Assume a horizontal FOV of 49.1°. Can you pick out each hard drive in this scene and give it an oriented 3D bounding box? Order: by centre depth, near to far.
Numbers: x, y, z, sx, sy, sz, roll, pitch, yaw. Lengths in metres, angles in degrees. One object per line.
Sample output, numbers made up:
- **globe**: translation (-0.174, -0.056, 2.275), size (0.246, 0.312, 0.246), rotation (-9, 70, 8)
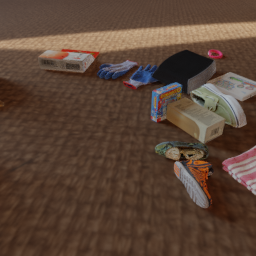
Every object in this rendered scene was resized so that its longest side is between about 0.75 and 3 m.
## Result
- **hard drive**: translation (2.414, -2.433, 11.533), size (1.879, 0.589, 2.785), rotation (30, 43, 23)

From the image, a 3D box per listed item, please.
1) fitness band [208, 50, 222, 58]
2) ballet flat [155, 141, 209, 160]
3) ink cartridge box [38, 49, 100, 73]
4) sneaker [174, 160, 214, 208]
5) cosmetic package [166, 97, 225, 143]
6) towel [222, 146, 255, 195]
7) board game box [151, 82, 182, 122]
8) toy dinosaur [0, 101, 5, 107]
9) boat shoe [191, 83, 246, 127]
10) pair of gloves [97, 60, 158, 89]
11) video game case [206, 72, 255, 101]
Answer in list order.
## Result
- **fitness band**: translation (4.317, -3.667, 13.849), size (0.618, 0.161, 0.861), rotation (0, 36, -1)
- **ballet flat**: translation (1.433, 0.627, 7.351), size (1.421, 0.528, 0.528), rotation (-2, 35, -1)
- **ink cartridge box**: translation (-2.635, -3.427, 13.102), size (2.090, 0.646, 2.577), rotation (7, 38, 9)
- **sneaker**: translation (1.719, 1.176, 6.501), size (0.808, 0.560, 1.443), rotation (-11, 36, -14)
- **cosmetic package**: translation (2.022, -0.275, 8.567), size (0.859, 0.580, 1.632), rotation (-21, 40, -28)
- **towel**: translation (3.582, 1.202, 6.671), size (1.592, 0.325, 2.176), rotation (-20, 39, -25)
- **board game box**: translation (1.232, -0.825, 8.978), size (1.043, 1.021, 0.291), rotation (-24, 41, -29)
- **toy dinosaur**: translation (-5.346, -1.181, 9.846), size (2.133, 0.644, 1.133), rotation (5, 36, 8)
- **boat shoe**: translation (2.855, -0.672, 9.072), size (0.791, 0.918, 2.551), rotation (-22, 29, -1)
- **pair of gloves**: translation (0.059, -2.387, 11.880), size (2.692, 0.307, 2.164), rotation (25, 42, 31)
- **video game case**: translation (4.193, -1.650, 10.894), size (1.524, 0.198, 1.674), rotation (-24, 41, -30)
